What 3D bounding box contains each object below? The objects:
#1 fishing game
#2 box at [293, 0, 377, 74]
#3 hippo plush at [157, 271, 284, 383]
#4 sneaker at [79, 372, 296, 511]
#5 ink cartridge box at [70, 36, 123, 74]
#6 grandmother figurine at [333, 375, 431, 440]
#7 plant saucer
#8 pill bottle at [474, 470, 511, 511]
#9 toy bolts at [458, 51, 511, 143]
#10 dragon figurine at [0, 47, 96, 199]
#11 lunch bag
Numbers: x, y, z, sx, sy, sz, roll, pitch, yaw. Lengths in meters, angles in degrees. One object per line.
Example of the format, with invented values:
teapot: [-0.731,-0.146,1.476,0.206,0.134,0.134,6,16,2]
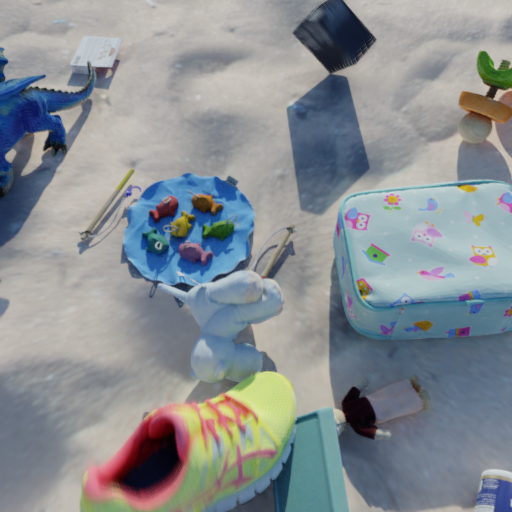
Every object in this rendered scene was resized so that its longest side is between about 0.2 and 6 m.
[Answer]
fishing game: [-1.026,-0.523,8.736,3.068,0.477,2.197,24,61,15]
box: [1.439,-4.100,10.457,1.106,1.215,0.632,42,86,-19]
hippo plush: [-0.342,0.954,7.136,1.590,1.266,1.278,16,63,-30]
sneaker: [-0.575,2.000,5.888,1.142,1.320,2.922,22,39,35]
ink cartridge box: [-3.199,-4.059,11.338,0.863,0.219,0.979,5,56,4]
grandmother figurine: [1.432,1.957,7.037,1.461,0.443,0.886,-14,30,-6]
plant saucer: [0.583,2.928,6.053,0.904,0.245,2.585,-26,47,23]
pill bottle: [2.712,2.977,6.197,0.573,0.573,1.032,19,58,13]
toy bolts: [4.779,-2.459,9.889,2.133,1.479,2.037,29,19,30]
dragon figurine: [-4.124,-2.467,9.009,1.307,2.208,4.441,34,61,21]
lunch bag: [2.567,-0.015,7.975,2.816,1.085,2.258,-4,54,-3]
